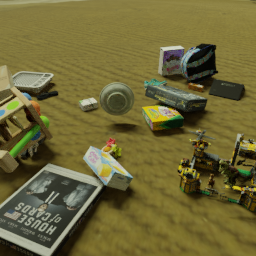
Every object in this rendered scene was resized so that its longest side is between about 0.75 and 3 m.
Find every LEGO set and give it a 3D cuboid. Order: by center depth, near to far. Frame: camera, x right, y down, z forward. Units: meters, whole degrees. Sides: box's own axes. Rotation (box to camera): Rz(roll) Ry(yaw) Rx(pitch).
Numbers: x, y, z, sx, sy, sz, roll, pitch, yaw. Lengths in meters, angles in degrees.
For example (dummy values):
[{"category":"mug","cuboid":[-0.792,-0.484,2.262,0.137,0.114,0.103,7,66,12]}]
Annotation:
[{"category":"LEGO set","cuboid":[3.023,1.059,8.694,2.931,1.698,2.253,17,37,24]}]

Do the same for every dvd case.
[{"category":"dvd case","cuboid":[-2.254,2.202,7.999,2.251,0.370,2.995,13,30,19]}]

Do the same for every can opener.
[{"category":"can opener","cuboid":[-3.593,0.358,10.839,0.661,0.523,1.989,2,33,4]}]

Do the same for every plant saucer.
[{"category":"plant saucer","cuboid":[-0.454,-1.135,11.677,1.486,1.486,0.373,-2,27,-2]}]

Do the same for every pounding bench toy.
[{"category":"pounding bench toy","cuboid":[-3.743,0.112,9.615,2.141,1.705,2.745,-37,46,-19]}]

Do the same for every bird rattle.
[{"category":"bird rattle","cuboid":[-0.675,0.741,10.357,0.737,0.509,0.903,-31,38,-14]}]

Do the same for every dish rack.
[{"category":"dish rack","cuboid":[-5.324,-2.473,15.192,2.216,0.482,1.902,7,35,11]}]

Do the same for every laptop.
[{"category":"laptop","cuboid":[5.256,-2.003,14.844,1.526,0.944,1.629,17,65,24]}]

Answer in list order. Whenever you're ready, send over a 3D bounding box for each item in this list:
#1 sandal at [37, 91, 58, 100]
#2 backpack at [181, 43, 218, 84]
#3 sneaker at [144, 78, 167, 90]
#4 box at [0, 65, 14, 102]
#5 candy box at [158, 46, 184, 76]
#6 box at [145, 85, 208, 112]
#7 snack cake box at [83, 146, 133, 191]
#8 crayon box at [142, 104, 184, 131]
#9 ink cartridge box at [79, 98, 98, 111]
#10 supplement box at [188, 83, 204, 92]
[{"category":"sandal","cuboid":[-4.129,-1.733,14.272,1.152,0.247,0.438,-24,40,-32]},{"category":"backpack","cuboid":[3.816,-3.544,15.661,2.131,1.946,1.434,-29,33,-20]},{"category":"sneaker","cuboid":[1.371,-2.274,14.380,1.392,0.554,0.539,-3,10,41]},{"category":"box","cuboid":[-6.227,-2.216,13.998,0.860,0.704,1.812,-22,55,-9]},{"category":"candy box","cuboid":[2.523,-3.916,16.385,1.310,1.562,0.559,-10,36,-15]},{"category":"box","cuboid":[2.239,-1.418,13.001,2.325,0.593,1.833,25,20,34]},{"category":"snack cake box","cuboid":[-0.657,1.283,8.978,0.898,0.525,1.561,26,8,-45]},{"category":"crayon box","cuboid":[1.461,-0.495,12.069,1.346,0.455,1.560,-6,28,-12]},{"category":"ink cartridge box","cuboid":[-1.873,-1.124,13.282,0.751,0.317,0.548,-18,37,-25]},{"category":"supplement box","cuboid":[3.623,-2.173,14.931,0.790,0.263,0.272,24,38,31]}]
